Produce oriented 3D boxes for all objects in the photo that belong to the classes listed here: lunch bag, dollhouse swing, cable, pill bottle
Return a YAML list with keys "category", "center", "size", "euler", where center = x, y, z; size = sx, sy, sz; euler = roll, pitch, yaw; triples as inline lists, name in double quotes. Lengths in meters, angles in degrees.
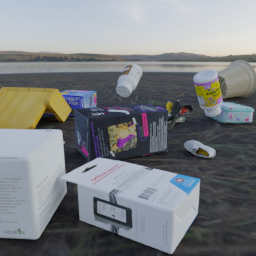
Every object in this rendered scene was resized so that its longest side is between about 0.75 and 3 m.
- category: "lunch bag"
  center: [4.630, -0.734, 12.661]
  size: [1.549, 0.744, 1.931]
  euler: [-2, 15, -7]
- category: "dollhouse swing"
  center: [-4.250, -0.398, 11.916]
  size: [2.662, 2.340, 2.419]
  euler: [3, -26, 13]
- category: "cable"
  center: [2.025, -0.447, 11.914]
  size: [1.240, 0.643, 2.553]
  euler: [19, 40, 11]
- category: "pill bottle"
  center: [0.024, -2.348, 13.876]
  size: [0.954, 0.954, 1.669]
  euler: [6, 50, 22]
- category: "pill bottle"
  center: [2.538, -1.061, 8.762]
  size: [0.718, 1.376, 0.718]
  euler: [-17, 31, 11]

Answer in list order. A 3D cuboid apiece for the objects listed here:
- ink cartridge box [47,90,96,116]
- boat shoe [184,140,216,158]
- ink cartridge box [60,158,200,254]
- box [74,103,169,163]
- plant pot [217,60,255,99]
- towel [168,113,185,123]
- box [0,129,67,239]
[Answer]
- category: "ink cartridge box"
  center: [-2.875, -1.251, 14.183]
  size: [1.829, 1.023, 2.681]
  euler: [3, 17, 13]
- category: "boat shoe"
  center: [2.035, 0.640, 8.238]
  size: [0.361, 0.366, 1.033]
  euler: [-10, 24, -42]
- category: "ink cartridge box"
  center: [0.012, 1.239, 5.079]
  size: [2.230, 0.756, 1.293]
  euler: [9, 17, 30]
- category: "box"
  center: [-0.212, 0.073, 8.406]
  size: [2.495, 1.323, 1.525]
  euler: [-6, 16, -23]
- category: "plant pot"
  center: [6.746, -3.005, 18.687]
  size: [2.352, 2.569, 2.569]
  euler: [-21, 23, -26]
- category: "towel"
  center: [1.441, -0.356, 12.339]
  size: [1.780, 0.273, 1.328]
  euler: [-11, 16, -28]
- category: "box"
  center: [-2.154, 0.892, 5.067]
  size: [1.670, 1.430, 1.661]
  euler: [1, 15, 4]
